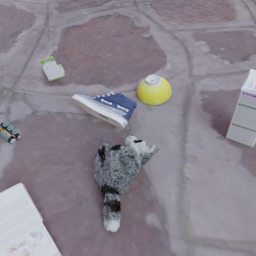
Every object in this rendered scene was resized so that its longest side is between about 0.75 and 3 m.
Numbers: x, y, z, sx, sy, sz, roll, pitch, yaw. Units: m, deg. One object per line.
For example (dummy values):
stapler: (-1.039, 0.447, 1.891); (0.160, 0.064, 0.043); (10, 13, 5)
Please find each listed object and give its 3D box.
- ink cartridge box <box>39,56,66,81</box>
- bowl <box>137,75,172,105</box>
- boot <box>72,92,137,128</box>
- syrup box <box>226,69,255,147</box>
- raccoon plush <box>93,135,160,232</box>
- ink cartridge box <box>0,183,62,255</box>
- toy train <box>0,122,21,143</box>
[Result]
ink cartridge box: (-2.663, -2.133, 9.918); (0.590, 0.798, 0.302); (-13, 29, 17)
bowl: (0.893, -1.459, 9.787); (1.235, 0.665, 1.235); (-5, 47, 6)
boot: (-0.744, -0.788, 8.948); (2.003, 0.729, 0.905); (27, 72, 12)
syrup box: (3.399, -0.486, 7.696); (0.852, 2.093, 0.824); (22, 57, 20)
raccoon plush: (0.019, 1.255, 6.838); (1.498, 2.236, 1.082); (5, -7, -31)
ink cartridge box: (-2.671, 2.418, 5.532); (2.118, 0.474, 1.866); (-27, 76, -30)
toy train: (-3.594, 0.143, 8.392); (0.783, 0.334, 0.446); (35, 64, 15)
